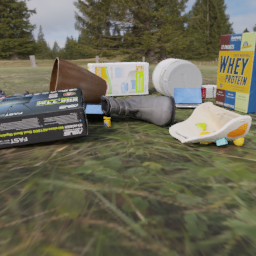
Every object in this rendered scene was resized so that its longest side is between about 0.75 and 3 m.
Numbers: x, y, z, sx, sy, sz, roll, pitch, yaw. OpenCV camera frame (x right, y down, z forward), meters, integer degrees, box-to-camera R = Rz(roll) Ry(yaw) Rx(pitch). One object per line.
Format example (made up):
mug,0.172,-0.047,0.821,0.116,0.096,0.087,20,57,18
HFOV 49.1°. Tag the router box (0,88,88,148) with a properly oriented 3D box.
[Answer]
router box,-2.340,-0.326,7.259,2.484,0.772,1.861,-9,25,-8

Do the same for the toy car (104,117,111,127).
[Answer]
toy car,-1.053,-0.029,7.718,1.133,0.377,0.556,0,25,15

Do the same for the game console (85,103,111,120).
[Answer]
game console,-1.185,-0.619,9.334,1.145,0.666,1.007,3,51,8

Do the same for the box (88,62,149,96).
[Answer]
box,-0.548,-2.611,14.859,2.981,1.677,1.511,-4,16,-16

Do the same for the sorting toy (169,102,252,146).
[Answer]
sorting toy,1.869,0.040,6.915,1.493,0.886,1.658,-11,18,-12

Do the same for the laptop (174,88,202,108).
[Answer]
laptop,2.561,-1.269,11.720,1.180,0.730,1.260,0,12,3

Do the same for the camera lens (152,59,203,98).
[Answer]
camera lens,2.328,-2.367,13.595,1.888,1.888,2.360,-3,16,-11

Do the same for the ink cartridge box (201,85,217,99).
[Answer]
ink cartridge box,3.974,-1.853,14.228,1.321,0.551,0.959,-6,16,-21

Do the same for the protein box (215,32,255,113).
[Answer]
protein box,5.361,-2.264,11.255,2.857,2.878,1.942,-5,16,-19

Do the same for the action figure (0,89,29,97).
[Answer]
action figure,-4.478,-1.051,10.657,1.757,0.937,2.701,-2,10,19

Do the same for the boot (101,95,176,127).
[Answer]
boot,0.165,-0.576,8.612,1.771,0.939,2.690,3,2,-21

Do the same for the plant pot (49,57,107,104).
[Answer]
plant pot,-2.040,-1.686,11.617,2.140,2.000,2.000,8,11,-24
